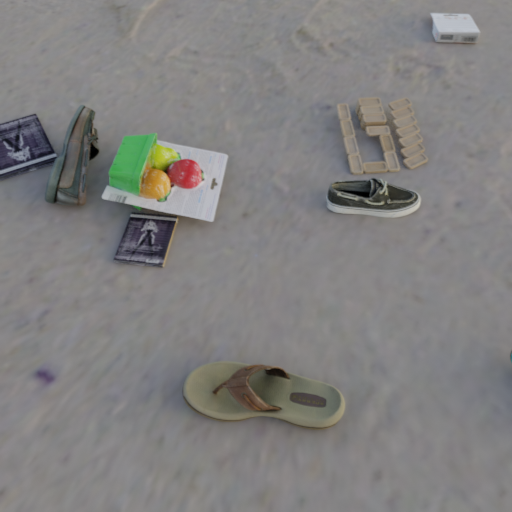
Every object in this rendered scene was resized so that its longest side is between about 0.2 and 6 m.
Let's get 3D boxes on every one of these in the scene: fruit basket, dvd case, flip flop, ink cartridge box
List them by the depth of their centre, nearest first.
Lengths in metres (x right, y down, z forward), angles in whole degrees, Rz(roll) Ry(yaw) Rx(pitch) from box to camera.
[{"bbox_3d":[0.106,1.869,7.774,2.265,0.652,0.918,8,50,8],"label":"flip flop"},{"bbox_3d":[-1.948,-0.300,9.977,0.879,0.094,1.183,5,50,5],"label":"dvd case"},{"bbox_3d":[-1.670,-1.463,10.602,2.035,0.954,1.885,14,50,-8],"label":"fruit basket"},{"bbox_3d":[-4.955,-2.270,11.611,1.278,0.137,1.718,-23,54,-18],"label":"dvd case"},{"bbox_3d":[5.160,-5.987,14.701,1.069,0.330,1.317,2,41,3],"label":"ink cartridge box"}]

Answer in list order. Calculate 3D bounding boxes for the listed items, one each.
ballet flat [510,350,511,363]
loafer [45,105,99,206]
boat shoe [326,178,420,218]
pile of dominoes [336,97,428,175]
[{"bbox_3d":[4.301,1.897,7.929,0.591,0.533,1.571,-11,52,-39],"label":"ballet flat"},{"bbox_3d":[-3.452,-1.931,11.014,0.759,0.867,2.413,16,56,-13],"label":"loafer"},{"bbox_3d":[2.194,-1.104,10.336,1.760,0.560,0.622,-1,52,-2],"label":"boat shoe"},{"bbox_3d":[2.621,-2.496,11.824,1.660,0.339,2.129,-3,58,-3],"label":"pile of dominoes"}]
